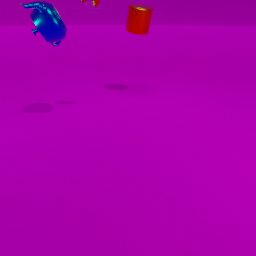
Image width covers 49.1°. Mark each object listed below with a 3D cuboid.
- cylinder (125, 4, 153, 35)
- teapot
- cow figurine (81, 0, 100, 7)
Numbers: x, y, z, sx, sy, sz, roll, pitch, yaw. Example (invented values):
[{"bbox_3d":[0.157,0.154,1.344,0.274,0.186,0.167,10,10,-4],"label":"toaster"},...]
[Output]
[{"bbox_3d":[0.452,-4.408,11.358,0.991,0.991,0.991,7,33,-5],"label":"cylinder"},{"bbox_3d":[-2.442,-3.101,8.274,0.942,1.925,1.197,-33,65,-3],"label":"teapot"},{"bbox_3d":[-1.144,-4.146,8.283,0.884,0.870,0.485,18,34,-6],"label":"cow figurine"}]
